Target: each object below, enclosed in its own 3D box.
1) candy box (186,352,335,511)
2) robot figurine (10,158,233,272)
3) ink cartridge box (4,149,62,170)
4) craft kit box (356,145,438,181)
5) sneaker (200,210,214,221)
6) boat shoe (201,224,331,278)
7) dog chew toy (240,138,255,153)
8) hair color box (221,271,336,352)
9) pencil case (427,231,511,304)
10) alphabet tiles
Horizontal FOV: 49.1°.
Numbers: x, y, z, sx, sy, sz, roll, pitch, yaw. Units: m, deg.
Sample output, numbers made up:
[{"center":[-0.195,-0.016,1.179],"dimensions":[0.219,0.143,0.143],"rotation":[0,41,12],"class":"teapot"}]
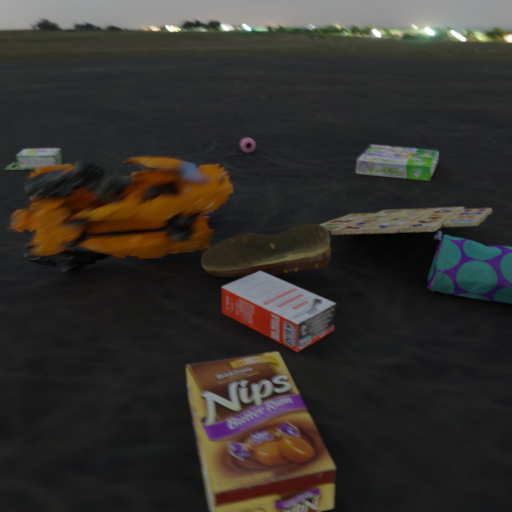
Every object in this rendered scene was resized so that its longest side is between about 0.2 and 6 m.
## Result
[{"center":[-0.046,1.582,5.132],"dimensions":[1.002,0.485,1.717],"rotation":[-7,23,-12],"class":"candy box"},{"center":[-1.997,-0.652,8.299],"dimensions":[3.030,2.197,0.882],"rotation":[-3,54,-26],"class":"robot figurine"},{"center":[-5.657,-2.456,14.218],"dimensions":[1.287,0.382,0.668],"rotation":[-2,24,-5],"class":"ink cartridge box"},{"center":[3.541,-2.342,13.979],"dimensions":[1.755,0.426,1.733],"rotation":[9,28,20],"class":"craft kit box"},{"center":[-1.506,-1.073,10.809],"dimensions":[0.838,0.754,2.150],"rotation":[-15,21,-22],"class":"sneaker"},{"center":[0.163,0.071,8.304],"dimensions":[1.942,0.656,0.699],"rotation":[-9,42,10],"class":"boat shoe"},{"center":[-0.261,-3.107,15.681],"dimensions":[0.410,0.410,0.659],"rotation":[-4,17,-9],"class":"dog chew toy"},{"center":[0.265,0.677,7.207],"dimensions":[0.745,0.429,1.343],"rotation":[-21,30,-40],"class":"hair color box"},{"center":[3.437,0.207,7.722],"dimensions":[1.995,0.849,0.922],"rotation":[10,47,19],"class":"pencil case"},{"center":[2.474,-0.613,9.350],"dimensions":[2.540,0.097,3.052],"rotation":[-1,9,28],"class":"alphabet tiles"}]
